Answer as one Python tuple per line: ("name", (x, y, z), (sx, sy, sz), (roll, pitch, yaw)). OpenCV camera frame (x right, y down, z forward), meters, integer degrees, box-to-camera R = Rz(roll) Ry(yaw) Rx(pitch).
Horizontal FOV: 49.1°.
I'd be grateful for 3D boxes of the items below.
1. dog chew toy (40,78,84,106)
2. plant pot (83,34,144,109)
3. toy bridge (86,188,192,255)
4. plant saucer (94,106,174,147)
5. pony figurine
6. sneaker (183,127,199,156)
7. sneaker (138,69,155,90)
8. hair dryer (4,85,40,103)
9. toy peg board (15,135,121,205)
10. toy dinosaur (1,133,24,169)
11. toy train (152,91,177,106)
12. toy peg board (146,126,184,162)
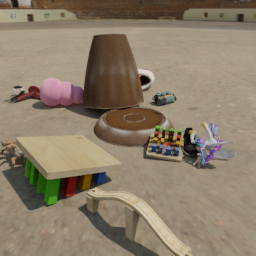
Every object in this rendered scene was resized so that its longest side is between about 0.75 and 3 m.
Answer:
("dog chew toy", (-2.843, -1.525, 12.348), (1.937, 1.206, 1.206), (6, 24, -11))
("plant pot", (-0.684, -2.424, 11.701), (2.627, 2.811, 2.627), (-3, 16, 1))
("toy bridge", (0.125, 1.766, 5.429), (2.580, 0.867, 0.351), (21, 31, 39))
("plant saucer", (0.215, -0.197, 10.205), (2.939, 0.471, 2.939), (-1, 24, 0))
("pony figurine", (2.401, 0.473, 8.075), (1.247, 1.075, 1.291), (-14, 54, 13))
("sneaker", (1.935, 0.392, 8.762), (0.486, 0.562, 1.284), (0, 25, 0))
("sneaker", (-0.068, -2.634, 14.637), (2.991, 1.126, 1.564), (5, 20, 1))
("hair dryer", (-4.721, -1.508, 13.238), (1.874, 0.509, 1.427), (-2, 42, 4))
("toy peg board", (-1.624, 1.016, 7.265), (2.006, 0.985, 2.014), (-1, 21, -41))
("toy dinosaur", (-3.109, 0.587, 8.176), (0.961, 0.609, 1.419), (-21, 39, -39))
("toy train", (1.676, -1.340, 12.710), (1.146, 0.489, 0.653), (-12, 40, -30))
("toy peg board", (1.159, 0.416, 8.460), (1.047, 0.512, 1.043), (9, 37, 9))
